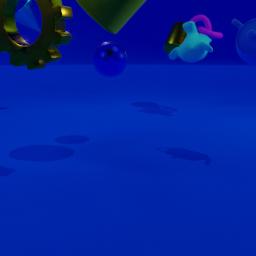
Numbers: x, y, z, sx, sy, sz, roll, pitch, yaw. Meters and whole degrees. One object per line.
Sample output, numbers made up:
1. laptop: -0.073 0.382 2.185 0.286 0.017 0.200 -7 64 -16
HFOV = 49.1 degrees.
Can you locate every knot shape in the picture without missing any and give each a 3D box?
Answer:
1. knot shape: 2.926 -3.599 10.830 1.362 0.629 1.274 38 -11 15

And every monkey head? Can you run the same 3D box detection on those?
1. monkey head: 2.288 -3.061 10.156 1.816 1.306 1.094 1 49 47

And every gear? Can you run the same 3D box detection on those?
1. gear: -1.619 -1.745 4.518 1.541 1.541 0.285 6 19 23

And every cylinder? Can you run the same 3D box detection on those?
1. cylinder: 2.191 -3.701 11.851 1.102 1.102 1.102 22 -12 5
2. cylinder: -0.271 -2.511 5.160 1.080 1.080 1.080 40 21 -19

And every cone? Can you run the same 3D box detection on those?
1. cone: -3.693 -4.076 10.589 1.161 1.165 1.161 -23 41 22

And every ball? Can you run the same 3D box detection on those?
1. ball: -0.423 -1.613 6.621 0.820 0.820 0.820 0 14 0

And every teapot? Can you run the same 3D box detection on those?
1. teapot: 2.489 -1.648 5.298 0.706 0.896 1.441 5 42 -46
